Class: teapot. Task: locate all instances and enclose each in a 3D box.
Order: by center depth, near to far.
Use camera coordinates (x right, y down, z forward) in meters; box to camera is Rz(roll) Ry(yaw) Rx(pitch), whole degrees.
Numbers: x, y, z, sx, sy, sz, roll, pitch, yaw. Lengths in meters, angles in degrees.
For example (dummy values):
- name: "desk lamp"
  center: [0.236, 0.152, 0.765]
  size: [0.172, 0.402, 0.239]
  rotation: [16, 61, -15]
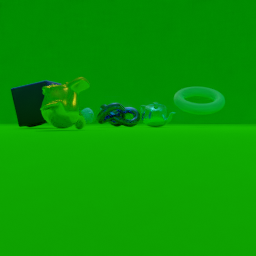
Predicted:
- name: "teapot"
  center: [1.008, -0.496, 9.759]
  size: [1.002, 0.789, 1.611]
  rotation: [-22, 30, -38]
- name: "teapot"
  center: [-1.790, -0.525, 12.063]
  size: [0.526, 0.668, 1.074]
  rotation: [-16, -4, -37]

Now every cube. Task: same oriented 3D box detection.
- name: "cube"
  center: [-2.297, -0.628, 7.402]
  size: [0.992, 0.992, 0.992]
  rotation: [-11, 2, 8]

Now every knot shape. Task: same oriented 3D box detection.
- name: "knot shape"
  center: [-0.534, -0.509, 10.940]
  size: [1.796, 0.830, 1.680]
  rotation: [5, -3, 30]

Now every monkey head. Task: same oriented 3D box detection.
- name: "monkey head"
  center: [-1.129, -0.458, 5.300]
  size: [0.992, 0.831, 1.378]
  rotation: [-24, -21, 11]

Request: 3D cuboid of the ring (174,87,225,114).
- name: "ring"
  center: [2.477, -0.987, 9.779]
  size: [1.741, 0.348, 1.741]
  rotation: [-2, 32, 1]

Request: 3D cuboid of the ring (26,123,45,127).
- name: "ring"
  center: [-3.028, -0.310, 9.573]
  size: [1.069, 0.214, 1.069]
  rotation: [-23, -8, -3]
